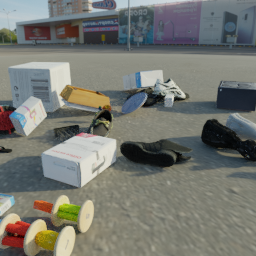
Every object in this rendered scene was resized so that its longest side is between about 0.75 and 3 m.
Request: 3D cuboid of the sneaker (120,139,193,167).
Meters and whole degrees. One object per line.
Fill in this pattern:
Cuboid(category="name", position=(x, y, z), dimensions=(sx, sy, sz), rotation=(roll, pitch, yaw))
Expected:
Cuboid(category="sneaker", position=(0.875, 0.699, 8.554), dimensions=(2.050, 0.616, 1.069), rotation=(13, 22, 19))

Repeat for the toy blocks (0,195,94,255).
Cuboid(category="toy blocks", position=(-1.722, 1.769, 5.359), dimensions=(1.722, 0.625, 1.435), rotation=(6, 21, 17))

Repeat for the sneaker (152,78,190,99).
Cuboid(category="sneaker", position=(2.549, -2.210, 15.756), dimensions=(2.401, 1.063, 0.890), rotation=(7, 4, -29))

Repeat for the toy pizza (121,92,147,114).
Cuboid(category="toy pizza", position=(0.319, -1.148, 13.427), dimensions=(1.477, 0.234, 1.477), rotation=(-29, 29, 18))

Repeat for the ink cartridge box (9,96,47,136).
Cuboid(category="ink cartridge box", position=(-3.732, -0.459, 10.569), dimensions=(0.519, 0.886, 1.227), rotation=(18, 51, 20))

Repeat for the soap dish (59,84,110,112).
Cuboid(category="soap dish", position=(-2.029, -1.395, 13.351), dimensions=(2.132, 0.866, 1.677), rotation=(10, 12, -28))

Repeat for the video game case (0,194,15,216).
Cuboid(category="video game case", position=(-3.867, 1.972, 5.370), dimensions=(1.946, 0.242, 2.719), rotation=(5, 20, 15))

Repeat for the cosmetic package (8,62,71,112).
Cuboid(category="cosmetic package", position=(-4.402, -2.207, 14.462), dimensions=(2.149, 2.147, 2.605), rotation=(3, 19, 8))

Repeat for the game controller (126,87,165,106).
Cuboid(category="game controller", position=(1.073, -1.732, 15.819), dimensions=(1.465, 0.592, 2.809), rotation=(24, 27, 20))

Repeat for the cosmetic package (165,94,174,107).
Cuboid(category="cosmetic package", position=(2.188, -1.460, 14.856), dimensions=(0.405, 0.514, 0.956), rotation=(5, 18, 13))

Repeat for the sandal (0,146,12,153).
Cuboid(category="sandal", position=(-4.191, 0.680, 9.180), dimensions=(0.801, 0.180, 0.301), rotation=(2, 19, 5))

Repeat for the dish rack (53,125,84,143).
Cuboid(category="dish rack", position=(-2.034, 0.281, 10.079), dimensions=(1.010, 0.359, 1.317), rotation=(-12, 23, -28))

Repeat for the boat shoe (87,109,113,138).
Cuboid(category="boat shoe", position=(-1.009, -0.053, 10.301), dimensions=(0.861, 0.727, 2.415), rotation=(12, 20, -4))

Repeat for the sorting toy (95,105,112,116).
Cuboid(category="sorting toy", position=(-1.092, -0.760, 12.082), dimensions=(0.806, 0.331, 0.484), rotation=(-43, 75, -15))

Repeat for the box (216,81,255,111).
Cuboid(category="box", position=(5.632, -1.690, 14.495), dimensions=(1.891, 1.165, 1.875), rotation=(8, 21, 21))

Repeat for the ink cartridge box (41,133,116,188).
Cuboid(category="ink cartridge box", position=(-1.318, 0.828, 7.877), dimensions=(1.300, 0.757, 1.785), rotation=(10, 20, 27))

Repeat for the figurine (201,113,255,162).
Cuboid(category="figurine", position=(3.921, 0.358, 9.332), dimensions=(2.125, 0.915, 2.074), rotation=(-13, 31, -34))

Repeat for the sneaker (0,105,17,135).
Cuboid(category="sneaker", position=(-5.428, -0.257, 10.469), dimensions=(1.365, 1.133, 2.857), rotation=(14, 23, 40))

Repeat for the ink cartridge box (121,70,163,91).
Cuboid(category="ink cartridge box", position=(0.750, -2.945, 17.532), dimensions=(1.608, 0.926, 2.776), rotation=(-11, 7, -28))
